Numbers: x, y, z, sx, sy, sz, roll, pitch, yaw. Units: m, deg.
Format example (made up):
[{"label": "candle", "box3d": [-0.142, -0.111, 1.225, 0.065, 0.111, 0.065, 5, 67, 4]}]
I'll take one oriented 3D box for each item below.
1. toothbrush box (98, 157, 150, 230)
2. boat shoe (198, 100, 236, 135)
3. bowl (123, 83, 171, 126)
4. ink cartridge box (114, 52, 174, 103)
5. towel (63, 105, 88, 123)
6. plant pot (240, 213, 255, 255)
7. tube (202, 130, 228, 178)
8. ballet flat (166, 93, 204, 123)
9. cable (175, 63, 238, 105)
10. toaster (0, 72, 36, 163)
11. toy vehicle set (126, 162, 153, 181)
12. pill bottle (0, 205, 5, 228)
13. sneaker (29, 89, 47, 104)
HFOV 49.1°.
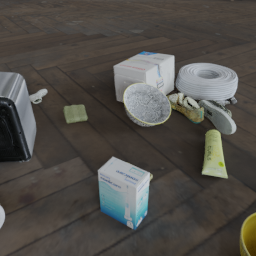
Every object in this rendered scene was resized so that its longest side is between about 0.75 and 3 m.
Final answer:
[{"label": "toothbrush box", "box3d": [-0.110, 1.654, 7.116, 1.123, 1.534, 0.654, 19, 40, 27]}, {"label": "boat shoe", "box3d": [3.624, -0.548, 10.977, 0.725, 0.805, 2.277, -11, 34, -13]}, {"label": "bowl", "box3d": [0.616, -0.729, 10.903, 1.929, 0.905, 1.929, 10, 56, -14]}, {"label": "ink cartridge box", "box3d": [0.753, -2.202, 12.515, 1.722, 1.692, 2.339, 19, 39, 34]}, {"label": "towel", "box3d": [-2.187, -0.617, 11.584, 0.930, 0.229, 1.254, -10, 36, -12]}, {"label": "plant pot", "box3d": [3.088, 2.776, 5.768, 1.703, 1.209, 1.703, 0, 34, 0]}, {"label": "tube", "box3d": [2.851, 0.850, 9.258, 0.580, 0.519, 1.998, -27, 27, 32]}, {"label": "ballet flat", "box3d": [2.300, -1.031, 11.724, 0.817, 0.817, 2.312, -19, 39, -26]}, {"label": "cable", "box3d": [3.684, -2.209, 13.229, 2.823, 0.977, 2.823, 7, 35, 10]}, {"label": "toaster", "box3d": [-4.542, -0.344, 8.816, 2.641, 2.920, 1.733, -3, 41, -4]}, {"label": "toy vehicle set", "box3d": [0.178, 1.458, 8.640, 1.002, 0.133, 0.623, 23, 41, 30]}, {"label": "pill bottle", "box3d": [-4.094, 1.864, 7.151, 1.141, 1.141, 2.089, -28, 43, -34]}, {"label": "sneaker", "box3d": [-3.961, -1.403, 12.668, 0.950, 0.350, 0.549, -36, 49, -28]}]
